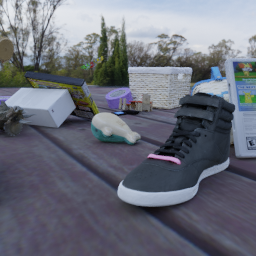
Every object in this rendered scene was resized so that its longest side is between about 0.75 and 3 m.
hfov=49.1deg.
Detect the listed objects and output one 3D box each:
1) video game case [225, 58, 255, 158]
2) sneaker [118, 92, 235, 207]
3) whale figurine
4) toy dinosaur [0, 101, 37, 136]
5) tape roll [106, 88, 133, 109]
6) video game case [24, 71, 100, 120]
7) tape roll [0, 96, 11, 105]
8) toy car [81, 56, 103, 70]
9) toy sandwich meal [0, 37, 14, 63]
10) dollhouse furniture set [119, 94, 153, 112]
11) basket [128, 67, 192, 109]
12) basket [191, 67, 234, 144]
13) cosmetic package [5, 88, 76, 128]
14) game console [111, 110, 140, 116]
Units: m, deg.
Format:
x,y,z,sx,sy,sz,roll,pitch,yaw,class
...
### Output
x,y,z,sx,sy,sz,roll,pitch,yaw,class
3.547,-0.490,6.360,2.500,2.279,0.275,-1,-13,-5,video game case
0.884,0.180,4.615,1.060,1.487,2.997,11,16,39,sneaker
-0.366,0.135,7.555,1.369,0.710,1.089,28,25,14,whale figurine
-3.979,-0.327,8.884,1.451,1.092,2.838,34,-13,-22,toy dinosaur
-0.490,-1.674,15.661,1.434,0.609,1.434,-13,27,7,tape roll
-2.426,-1.199,10.745,2.426,0.309,2.193,12,-29,19,video game case
-5.601,-0.866,11.989,2.041,0.867,2.041,1,10,0,tape roll
-1.434,-2.400,10.683,0.934,0.208,0.879,-14,19,45,toy car
-4.700,-2.958,10.545,0.341,0.996,0.996,19,17,20,toy sandwich meal
0.537,-1.246,13.607,1.560,0.804,1.543,2,6,-26,dollhouse furniture set
1.910,-2.415,16.372,2.871,2.309,2.846,7,12,35,basket
2.472,-0.593,7.719,1.497,1.897,2.152,-2,20,16,basket
-3.289,-0.786,10.286,2.399,0.855,1.217,6,44,30,cosmetic package
-0.160,-0.700,13.017,1.349,0.163,0.796,-11,15,-43,game console
